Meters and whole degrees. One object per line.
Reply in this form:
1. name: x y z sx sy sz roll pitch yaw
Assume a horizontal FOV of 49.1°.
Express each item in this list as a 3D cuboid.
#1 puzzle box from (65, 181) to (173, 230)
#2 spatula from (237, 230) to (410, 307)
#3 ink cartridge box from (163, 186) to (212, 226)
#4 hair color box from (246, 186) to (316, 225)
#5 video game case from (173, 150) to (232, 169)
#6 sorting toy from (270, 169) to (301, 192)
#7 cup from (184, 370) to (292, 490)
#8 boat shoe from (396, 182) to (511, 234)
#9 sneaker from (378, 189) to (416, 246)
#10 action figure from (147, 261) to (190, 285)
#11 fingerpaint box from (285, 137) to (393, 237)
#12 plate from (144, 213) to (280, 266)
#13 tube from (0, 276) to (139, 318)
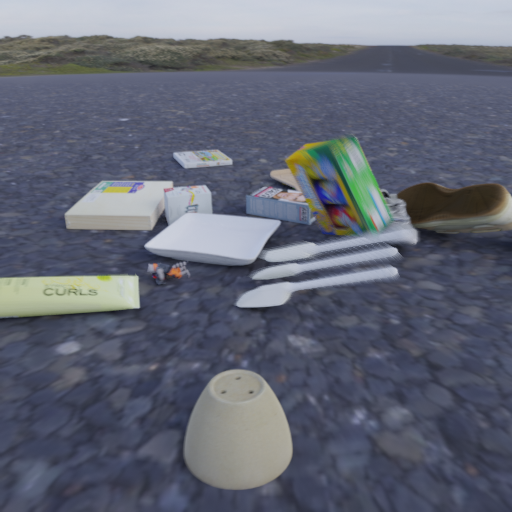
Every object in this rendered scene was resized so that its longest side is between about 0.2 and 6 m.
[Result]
1. puzzle box: -2.775 -1.111 11.826 1.682 0.321 2.528 1 22 2
2. spatula: 0.945 0.159 7.857 2.294 0.184 1.595 -9 22 27
3. ink cartridge box: -1.355 -1.002 11.159 0.881 0.637 0.640 -6 23 -15
4. hair color box: 0.588 -1.052 11.506 1.444 0.438 0.715 13 29 26
5. video game case: -1.557 -2.784 16.068 1.365 0.172 1.500 -8 23 -18
6. sorting toy: 1.171 -1.853 13.789 1.239 0.244 1.338 -12 30 -26
7. cup: -0.168 1.477 5.090 1.007 0.720 1.007 0 23 0
8. boat shoe: 3.565 -0.789 10.339 0.846 0.939 2.604 34 -17 -31
9. sneaker: 2.356 -0.718 10.029 0.715 0.785 1.914 8 18 -11
10. action figure: -1.380 0.195 8.701 0.622 0.336 0.643 3 23 -17
11. fingerpaint box: 1.398 -1.129 9.568 0.588 1.604 1.338 -40 25 -23
12. plate: -0.692 -0.282 9.851 1.914 0.310 1.918 6 24 15
13. tube: -2.690 0.525 7.664 2.131 0.618 0.553 -1 -19 -12
